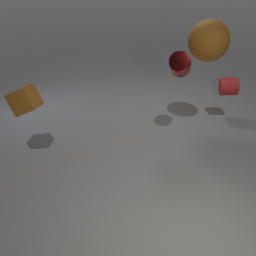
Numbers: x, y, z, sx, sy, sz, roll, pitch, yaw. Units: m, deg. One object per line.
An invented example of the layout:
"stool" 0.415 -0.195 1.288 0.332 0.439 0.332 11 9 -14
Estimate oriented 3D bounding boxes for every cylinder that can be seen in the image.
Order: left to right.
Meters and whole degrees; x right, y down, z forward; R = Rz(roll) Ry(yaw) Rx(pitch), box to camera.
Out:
"cylinder" 1.711 -2.083 9.182 0.700 0.700 0.700 8 -3 14
"cylinder" 4.050 -1.673 11.267 0.700 0.700 0.700 -1 29 9

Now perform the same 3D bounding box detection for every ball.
"ball" 2.767 -2.989 9.587 1.400 1.400 1.400 0 29 0

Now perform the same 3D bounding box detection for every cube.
"cube" -3.090 -0.846 8.383 0.700 0.700 0.700 -20 17 14
